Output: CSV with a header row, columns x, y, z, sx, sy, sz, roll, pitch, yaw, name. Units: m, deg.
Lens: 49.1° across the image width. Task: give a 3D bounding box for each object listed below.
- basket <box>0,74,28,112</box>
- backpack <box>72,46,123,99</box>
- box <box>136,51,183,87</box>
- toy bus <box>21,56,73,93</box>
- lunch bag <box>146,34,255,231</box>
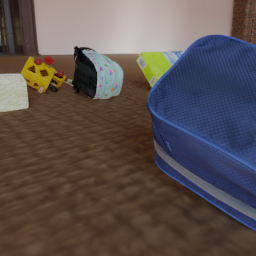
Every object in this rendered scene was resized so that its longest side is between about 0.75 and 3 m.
x,y,z,sx,sy,sz,roll,pitch,yaw,name
-4.090,-1.124,9.038,1.604,1.087,0.990,-11,23,-32,basket
-1.215,-2.028,10.711,1.448,1.908,2.287,-12,33,-26,backpack
1.763,-2.677,12.444,2.514,0.599,1.533,-13,66,-35,box
-3.542,-2.028,11.828,2.052,1.936,1.060,6,62,21,toy bus
1.509,0.153,3.441,2.369,1.567,1.609,32,66,28,lunch bag
